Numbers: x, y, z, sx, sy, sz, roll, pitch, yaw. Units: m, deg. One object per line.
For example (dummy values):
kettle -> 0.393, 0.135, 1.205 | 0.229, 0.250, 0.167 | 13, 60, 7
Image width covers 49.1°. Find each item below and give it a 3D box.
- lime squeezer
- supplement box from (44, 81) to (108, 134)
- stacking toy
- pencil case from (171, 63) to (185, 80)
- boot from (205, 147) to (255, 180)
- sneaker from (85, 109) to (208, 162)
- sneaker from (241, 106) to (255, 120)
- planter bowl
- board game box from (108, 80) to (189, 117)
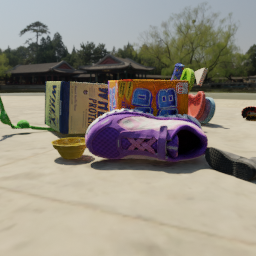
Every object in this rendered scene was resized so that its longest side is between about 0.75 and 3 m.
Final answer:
lime squeezer -> -3.795, -0.387, 9.852 | 2.885, 1.019, 0.544 | 39, -26, -28
supplement box -> -1.540, -0.789, 10.215 | 2.485, 1.668, 2.483 | -1, 8, -29
stacking toy -> 3.170, -1.429, 12.790 | 1.140, 2.444, 2.699 | 9, 5, -19
pencil case -> 1.946, -2.132, 11.116 | 0.382, 0.880, 0.343 | 22, 28, 15
boot -> 2.250, 0.703, 5.699 | 0.817, 0.433, 1.242 | -3, 21, -32
sneaker -> 0.526, 0.261, 6.247 | 2.897, 1.165, 1.281 | -1, 17, -12
sneaker -> 6.513, -0.770, 13.128 | 2.174, 0.846, 0.893 | 5, 10, 27
planter bowl -> -1.356, 0.508, 6.708 | 0.950, 0.396, 0.950 | 0, 9, 0
board game box -> 0.471, -0.409, 7.800 | 1.831, 1.831, 1.832 | -2, 9, -11
